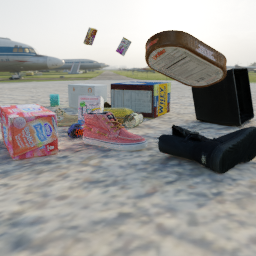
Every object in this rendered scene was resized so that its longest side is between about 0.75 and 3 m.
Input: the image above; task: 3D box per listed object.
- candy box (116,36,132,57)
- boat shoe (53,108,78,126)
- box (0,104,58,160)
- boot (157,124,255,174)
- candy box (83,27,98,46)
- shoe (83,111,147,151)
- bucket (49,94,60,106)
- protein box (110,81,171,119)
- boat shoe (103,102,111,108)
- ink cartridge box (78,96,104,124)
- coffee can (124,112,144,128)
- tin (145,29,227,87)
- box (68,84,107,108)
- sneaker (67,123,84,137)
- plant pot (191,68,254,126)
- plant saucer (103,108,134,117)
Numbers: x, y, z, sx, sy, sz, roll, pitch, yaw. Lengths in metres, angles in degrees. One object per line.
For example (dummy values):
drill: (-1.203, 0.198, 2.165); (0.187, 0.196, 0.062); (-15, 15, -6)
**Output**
candy box: (-0.229, -4.268, 14.671); (0.270, 0.884, 0.603); (17, 20, -46)
boat shoe: (-3.063, -0.491, 12.270); (2.170, 0.705, 0.783); (0, 13, 0)
box: (-3.193, -0.002, 8.851); (1.326, 1.223, 2.584); (-7, 14, -30)
boot: (2.301, 0.347, 7.884); (2.477, 0.946, 2.081); (-18, 25, -37)
candy box: (-1.818, -4.428, 13.564); (0.237, 0.840, 0.490); (38, 28, 24)
shoe: (-0.473, 0.052, 9.014); (2.316, 1.053, 0.827); (6, 14, 27)
bucket: (-4.705, -1.795, 17.952); (0.559, 0.860, 0.860); (-3, 13, -8)
protein box: (0.728, -1.605, 15.036); (2.470, 1.666, 2.452); (7, 14, 27)
boat shoe: (-1.421, -0.883, 14.420); (0.629, 0.698, 1.935); (-40, 0, 20)
ink cartridge box: (-1.489, -0.643, 11.321); (0.905, 1.233, 0.901); (0, -2, 2)
coffee can: (0.250, -0.361, 11.969); (0.581, 0.581, 0.793); (6, 14, 26)
tin: (1.747, -1.954, 8.297); (2.773, 0.581, 1.553); (17, -27, -30)
box: (-2.473, -1.939, 17.081); (2.314, 1.439, 1.128); (10, 16, 37)
sneaker: (-1.598, 0.086, 10.243); (1.349, 0.508, 0.529); (-13, 23, -40)
plant pot: (4.322, -1.358, 12.991); (2.137, 2.404, 2.409); (-7, 6, 37)
plant saucer: (-0.561, -0.713, 13.079); (1.693, 0.410, 1.692); (0, 1, 16)
